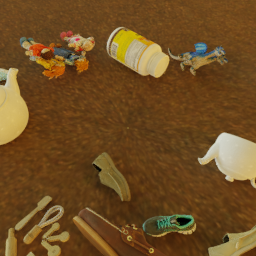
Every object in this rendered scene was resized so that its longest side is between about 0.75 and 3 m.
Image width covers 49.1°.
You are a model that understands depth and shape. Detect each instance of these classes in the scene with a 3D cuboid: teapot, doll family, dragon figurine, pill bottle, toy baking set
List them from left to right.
[{"bbox_3d":[-4.230,-0.573,8.589,2.107,1.559,2.135,-13,56,-9],"label":"teapot"},{"bbox_3d":[-2.249,2.648,6.897,1.571,0.238,2.047,-23,38,-11],"label":"toy baking set"},{"bbox_3d":[-2.450,-2.647,10.496,1.781,1.293,2.870,34,43,30],"label":"doll family"},{"bbox_3d":[0.378,-2.756,10.365,2.221,1.213,1.213,35,62,22],"label":"pill bottle"},{"bbox_3d":[2.558,-2.654,10.354,1.220,0.722,2.454,-31,32,-9],"label":"dragon figurine"},{"bbox_3d":[3.082,0.935,7.764,1.625,1.603,1.186,24,92,41],"label":"teapot"}]

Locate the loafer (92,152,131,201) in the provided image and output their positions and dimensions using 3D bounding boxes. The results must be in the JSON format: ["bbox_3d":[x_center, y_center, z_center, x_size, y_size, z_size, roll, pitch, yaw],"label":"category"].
[{"bbox_3d":[-0.471,1.414,7.778,0.564,0.636,1.672,-25,48,-16],"label":"loafer"}]

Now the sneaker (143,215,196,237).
[{"bbox_3d":[1.057,2.376,7.046,1.363,0.622,0.529,-5,54,-3],"label":"sneaker"}]

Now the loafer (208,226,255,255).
[{"bbox_3d":[2.626,2.766,6.773,1.617,0.612,0.552,-27,65,-17],"label":"loafer"}]

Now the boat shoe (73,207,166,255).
[{"bbox_3d":[0.050,2.817,6.519,2.951,1.039,1.038,37,64,15],"label":"boat shoe"}]

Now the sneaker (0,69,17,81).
[{"bbox_3d":[-4.752,-1.874,10.269,1.329,0.491,0.545,13,77,10],"label":"sneaker"}]
